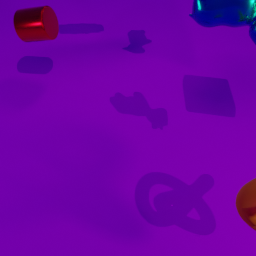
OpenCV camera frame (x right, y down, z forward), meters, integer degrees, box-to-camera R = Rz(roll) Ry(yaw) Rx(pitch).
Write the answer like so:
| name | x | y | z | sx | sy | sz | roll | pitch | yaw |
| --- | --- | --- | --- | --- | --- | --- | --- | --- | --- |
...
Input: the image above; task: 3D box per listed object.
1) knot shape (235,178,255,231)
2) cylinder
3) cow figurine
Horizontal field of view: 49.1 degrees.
| name | x | y | z | sx | sy | sz | roll | pitch | yaw |
| --- | --- | --- | --- | --- | --- | --- | --- | --- | --- |
| knot shape | 1.945 | 0.589 | 3.106 | 1.809 | 1.693 | 0.836 | -50 | 44 | 16 |
| cylinder | -2.250 | -2.556 | 6.917 | 0.795 | 0.795 | 0.795 | 0 | 50 | 16 |
| cow figurine | 1.578 | -1.615 | 3.981 | 1.368 | 1.346 | 0.751 | -8 | 11 | 16 |
